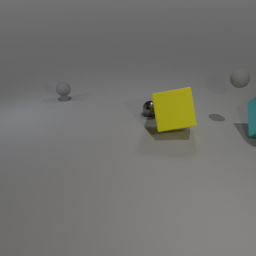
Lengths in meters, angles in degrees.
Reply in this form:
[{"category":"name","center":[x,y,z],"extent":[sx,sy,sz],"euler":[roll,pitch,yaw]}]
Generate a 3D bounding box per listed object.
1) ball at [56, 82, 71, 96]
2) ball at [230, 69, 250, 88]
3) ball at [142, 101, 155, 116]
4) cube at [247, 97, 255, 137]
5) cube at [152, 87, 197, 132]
[{"category":"ball","center":[-3.150,-1.897,13.674],"extent":[0.700,0.700,0.700],"euler":[0,28,0]},{"category":"ball","center":[4.160,-1.838,10.397],"extent":[0.700,0.700,0.700],"euler":[0,28,0]},{"category":"ball","center":[0.985,-0.860,12.351],"extent":[0.700,0.700,0.700],"euler":[0,28,0]},{"category":"cube","center":[5.314,-0.458,10.020],"extent":[1.400,1.400,1.400],"euler":[9,68,-8]},{"category":"cube","center":[1.737,-0.713,10.635],"extent":[1.400,1.400,1.400],"euler":[-9,4,9]}]
